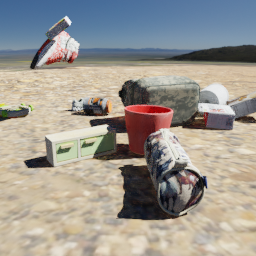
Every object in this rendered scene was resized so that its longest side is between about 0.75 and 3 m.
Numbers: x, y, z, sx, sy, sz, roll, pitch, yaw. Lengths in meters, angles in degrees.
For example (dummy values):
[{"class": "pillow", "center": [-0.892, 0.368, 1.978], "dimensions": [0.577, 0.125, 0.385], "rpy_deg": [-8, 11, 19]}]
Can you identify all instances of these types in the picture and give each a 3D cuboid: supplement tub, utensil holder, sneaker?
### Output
[{"class": "supplement tub", "center": [-1.426, -1.034, 13.181], "dimensions": [1.267, 0.777, 0.777], "rpy_deg": [3, 18, 12]}, {"class": "utensil holder", "center": [3.979, -1.362, 13.385], "dimensions": [1.306, 1.306, 1.537], "rpy_deg": [10, 21, 30]}, {"class": "sneaker", "center": [-2.947, -3.074, 11.764], "dimensions": [0.849, 1.363, 2.544], "rpy_deg": [-34, 28, 48]}, {"class": "sneaker", "center": [-2.077, -1.220, 14.068], "dimensions": [1.536, 0.623, 0.577], "rpy_deg": [-7, 17, -27]}]

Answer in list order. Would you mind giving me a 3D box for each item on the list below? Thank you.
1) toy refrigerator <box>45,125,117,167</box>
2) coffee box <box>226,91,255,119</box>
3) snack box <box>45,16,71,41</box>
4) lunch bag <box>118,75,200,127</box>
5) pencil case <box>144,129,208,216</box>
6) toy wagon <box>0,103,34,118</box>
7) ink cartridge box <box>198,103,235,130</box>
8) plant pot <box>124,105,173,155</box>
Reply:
[{"class": "toy refrigerator", "center": [-1.337, 0.489, 8.294], "dimensions": [2.017, 0.766, 0.706], "rpy_deg": [-10, 20, -31]}, {"class": "coffee box", "center": [5.375, -1.072, 12.465], "dimensions": [1.738, 0.693, 0.994], "rpy_deg": [-19, 13, 16]}, {"class": "snack box", "center": [-2.668, -3.856, 10.797], "dimensions": [0.942, 0.351, 1.325], "rpy_deg": [-34, 25, 8]}, {"class": "lunch bag", "center": [1.270, -1.280, 11.697], "dimensions": [2.826, 1.969, 2.371], "rpy_deg": [-8, 28, -22]}, {"class": "pencil case", "center": [0.981, 0.830, 6.510], "dimensions": [1.014, 1.166, 2.608], "rpy_deg": [12, 16, -6]}, {"class": "toy wagon", "center": [-5.530, -0.867, 13.323], "dimensions": [1.914, 0.379, 1.485], "rpy_deg": [12, 21, 36]}, {"class": "ink cartridge box", "center": [3.561, -0.519, 11.614], "dimensions": [1.390, 0.664, 1.583], "rpy_deg": [7, 18, 10]}, {"class": "plant pot", "center": [0.599, 0.052, 8.660], "dimensions": [1.499, 1.326, 1.499], "rpy_deg": [2, 15, 0]}]
